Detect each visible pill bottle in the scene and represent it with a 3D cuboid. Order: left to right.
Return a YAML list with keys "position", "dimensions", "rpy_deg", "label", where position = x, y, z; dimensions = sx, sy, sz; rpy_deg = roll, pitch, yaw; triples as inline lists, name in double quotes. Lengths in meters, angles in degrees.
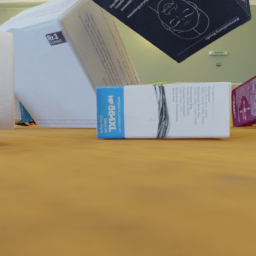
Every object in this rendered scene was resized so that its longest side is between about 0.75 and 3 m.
- position: [-1.422, -0.297, 1.555]
  dimensions: [1.467, 0.829, 0.829]
  rpy_deg: [-1, 1, -22]
  label: "pill bottle"

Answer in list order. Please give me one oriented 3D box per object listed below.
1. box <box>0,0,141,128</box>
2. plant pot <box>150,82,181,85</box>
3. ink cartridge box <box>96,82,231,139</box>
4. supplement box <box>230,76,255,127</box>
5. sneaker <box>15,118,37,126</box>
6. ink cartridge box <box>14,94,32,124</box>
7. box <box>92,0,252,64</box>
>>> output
- position: [-1.481, -1.491, 6.666]
  dimensions: [2.617, 2.630, 1.719]
  rpy_deg: [1, 43, 33]
  label: "box"
- position: [1.717, -0.995, 12.483]
  dimensions: [1.994, 1.810, 1.984]
  rpy_deg: [-1, 2, -29]
  label: "plant pot"
- position: [0.347, -0.150, 2.745]
  dimensions: [1.146, 0.483, 0.836]
  rpy_deg: [0, 1, 10]
  label: "ink cartridge box"
- position: [3.683, -0.676, 7.097]
  dimensions: [1.411, 1.112, 2.155]
  rpy_deg: [1, -8, -4]
  label: "supplement box"
- position: [-3.314, -0.532, 10.365]
  dimensions: [2.726, 0.953, 1.226]
  rpy_deg: [2, -2, 3]
  label: "sneaker"
- position: [-3.615, -0.477, 6.825]
  dimensions: [1.492, 0.875, 2.038]
  rpy_deg: [-7, -3, 19]
  label: "ink cartridge box"
- position: [0.729, -2.285, 4.560]
  dimensions: [2.066, 1.106, 1.533]
  rpy_deg: [27, -33, -31]
  label: "box"
